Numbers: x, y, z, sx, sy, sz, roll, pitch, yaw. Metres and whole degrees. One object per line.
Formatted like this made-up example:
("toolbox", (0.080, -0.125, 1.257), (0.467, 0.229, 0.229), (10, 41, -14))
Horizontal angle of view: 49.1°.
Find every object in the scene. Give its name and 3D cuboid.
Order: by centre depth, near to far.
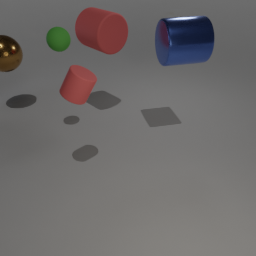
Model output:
("cylinder", (-1.203, -1.042, 6.764), (0.700, 0.700, 0.700), (25, 28, -14))
("ball", (-2.035, -2.595, 8.197), (0.700, 0.700, 0.700), (0, 31, 0))
("cylinder", (1.692, -2.665, 8.610), (1.400, 1.400, 1.400), (-8, 32, -10))
("cylinder", (-0.952, -3.505, 10.087), (1.400, 1.400, 1.400), (-25, 41, -35))
("ball", (-4.809, -2.868, 10.821), (1.400, 1.400, 1.400), (0, 31, 0))
